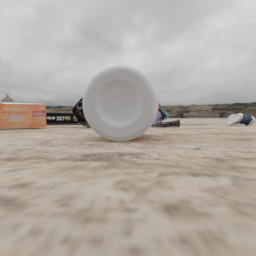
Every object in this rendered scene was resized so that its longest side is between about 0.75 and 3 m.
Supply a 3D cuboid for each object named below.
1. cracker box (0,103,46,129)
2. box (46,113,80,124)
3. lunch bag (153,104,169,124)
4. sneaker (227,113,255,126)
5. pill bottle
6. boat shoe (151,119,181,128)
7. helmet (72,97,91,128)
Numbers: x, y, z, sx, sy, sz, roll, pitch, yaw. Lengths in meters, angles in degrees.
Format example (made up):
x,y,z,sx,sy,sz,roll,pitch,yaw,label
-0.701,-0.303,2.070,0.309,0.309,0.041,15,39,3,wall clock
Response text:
x,y,z,sx,sy,sz,roll,pitch,yaw,label
-4.189,-0.419,9.549,1.913,0.824,2.856,-2,4,-36,cracker box
-3.225,-0.450,13.541,2.281,0.560,1.839,-2,0,-34,box
0.712,-0.879,14.015,2.217,1.409,1.880,16,-1,-14,lunch bag
4.922,-0.287,12.047,0.881,0.485,1.203,16,-10,-6,sneaker
-0.016,-0.436,5.379,1.221,1.221,2.176,0,3,6,pill bottle
1.269,-0.152,9.553,1.050,0.299,0.351,0,2,-5,boat shoe
-1.213,-0.554,9.548,1.148,1.094,1.148,-45,3,3,helmet
